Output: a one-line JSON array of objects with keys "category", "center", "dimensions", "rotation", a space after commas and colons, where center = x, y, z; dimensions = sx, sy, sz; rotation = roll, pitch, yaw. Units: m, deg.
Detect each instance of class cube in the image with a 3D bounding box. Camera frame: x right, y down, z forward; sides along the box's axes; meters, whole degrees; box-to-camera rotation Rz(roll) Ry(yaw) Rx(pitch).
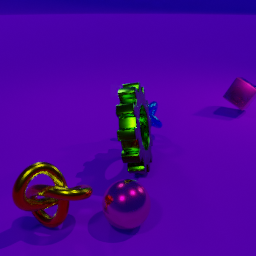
[{"category": "cube", "center": [4.045, -1.228, 9.932], "dimensions": [0.845, 0.845, 0.845], "rotation": [41, 28, 21]}]

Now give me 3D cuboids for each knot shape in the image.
[{"category": "knot shape", "center": [0.483, -0.325, 7.882], "dimensions": [1.187, 1.111, 0.549], "rotation": [3, 57, -20]}, {"category": "knot shape", "center": [-1.345, 1.086, 4.674], "dimensions": [1.305, 1.221, 0.603], "rotation": [-28, 40, 15]}]

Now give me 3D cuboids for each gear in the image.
[{"category": "gear", "center": [0.200, 0.006, 6.407], "dimensions": [0.375, 2.026, 2.026], "rotation": [-5, 23, 14]}]

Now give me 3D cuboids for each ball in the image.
[{"category": "ball", "center": [-0.030, 1.341, 4.953], "dimensions": [0.866, 0.866, 0.866], "rotation": [0, 25, 0]}]
